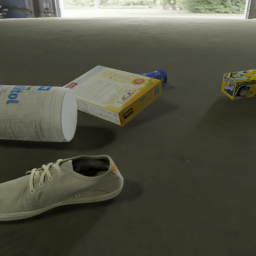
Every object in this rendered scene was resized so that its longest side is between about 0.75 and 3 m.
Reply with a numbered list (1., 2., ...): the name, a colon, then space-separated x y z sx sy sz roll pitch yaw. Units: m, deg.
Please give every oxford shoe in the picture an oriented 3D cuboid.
1. oxford shoe: -1.436 0.994 5.134 2.739 0.791 1.030 -8 30 -12

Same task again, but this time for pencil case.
1. pencil case: 0.599 -1.849 10.989 1.871 0.730 0.812 -13 28 -25

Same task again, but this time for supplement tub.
1. supplement tub: -2.530 -0.374 7.197 2.160 1.425 1.425 1 26 5

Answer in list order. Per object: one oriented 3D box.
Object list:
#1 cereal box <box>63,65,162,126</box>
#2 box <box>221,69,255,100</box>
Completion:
1. cereal box: -0.648 -1.212 9.393 2.964 0.586 2.132 21 47 37
2. box: 4.734 -1.697 10.450 2.301 0.740 0.806 -11 36 -14
